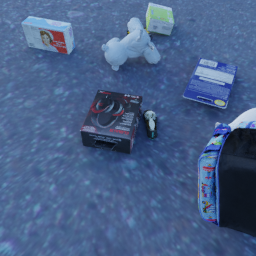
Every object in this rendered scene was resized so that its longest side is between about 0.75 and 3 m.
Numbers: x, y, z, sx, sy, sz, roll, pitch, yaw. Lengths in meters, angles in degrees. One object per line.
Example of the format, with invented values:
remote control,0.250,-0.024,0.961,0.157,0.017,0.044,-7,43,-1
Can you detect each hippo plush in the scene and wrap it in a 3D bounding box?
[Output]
hippo plush,0.100,-3.220,11.956,2.009,1.990,2.498,-30,32,14

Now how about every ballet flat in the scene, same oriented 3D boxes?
ballet flat,0.833,-0.256,9.898,0.484,0.487,1.424,-6,49,-4

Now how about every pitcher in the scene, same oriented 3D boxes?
pitcher,4.070,0.213,9.217,1.849,1.121,1.586,-20,69,-3

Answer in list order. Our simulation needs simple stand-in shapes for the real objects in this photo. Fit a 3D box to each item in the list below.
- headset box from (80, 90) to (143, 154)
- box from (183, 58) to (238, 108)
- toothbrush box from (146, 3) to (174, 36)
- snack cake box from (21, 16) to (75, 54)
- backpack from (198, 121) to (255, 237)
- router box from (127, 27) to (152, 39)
headset box,-0.525,-0.170,9.576,1.685,0.850,2.267,10,50,9
box,3.300,-1.745,11.196,1.672,0.447,2.761,19,50,16
toothbrush box,1.587,-5.493,14.103,1.216,0.719,1.670,9,49,-9
snack cake box,-3.620,-4.255,12.846,2.157,1.241,0.725,14,51,12
backpack,3.235,0.993,7.492,1.987,2.696,2.953,8,34,30
router box,0.544,-4.557,13.750,1.027,0.268,0.808,-16,51,-13
